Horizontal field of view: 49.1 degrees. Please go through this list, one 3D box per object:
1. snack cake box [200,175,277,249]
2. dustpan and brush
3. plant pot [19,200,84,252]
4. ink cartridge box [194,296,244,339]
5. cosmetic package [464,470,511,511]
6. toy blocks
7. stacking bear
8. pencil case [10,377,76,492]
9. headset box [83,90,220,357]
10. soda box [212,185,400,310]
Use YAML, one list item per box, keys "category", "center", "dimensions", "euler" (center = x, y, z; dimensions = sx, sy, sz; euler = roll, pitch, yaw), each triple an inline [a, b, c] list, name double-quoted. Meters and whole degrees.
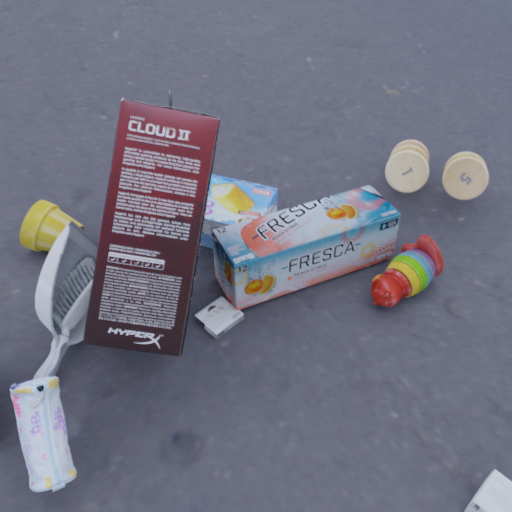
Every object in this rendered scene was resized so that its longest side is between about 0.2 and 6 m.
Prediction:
- category: "snack cake box"
  center: [-0.965, -0.986, 12.262]
  dimensions: [2.564, 0.862, 1.475]
  euler: [14, 46, 13]
- category: "dustpan and brush"
  center: [-3.325, 1.120, 9.857]
  dimensions: [0.840, 2.049, 2.935]
  euler: [25, 75, 23]
- category: "plant pot"
  center: [-4.224, -0.504, 11.768]
  dimensions: [1.000, 1.063, 1.063]
  euler: [22, 48, 0]
- category: "ink cartridge box"
  center: [-0.704, 1.167, 10.665]
  dimensions: [0.720, 0.157, 0.625]
  euler: [-34, 54, -31]
- category: "cosmetic package"
  center: [3.438, 3.580, 8.061]
  dimensions: [0.539, 0.539, 0.653]
  euler: [35, 56, 28]
- category: "toy blocks"
  center: [4.137, -2.074, 12.873]
  dimensions: [2.137, 0.931, 2.564]
  euler: [10, 21, 14]
- category: "stacking bear"
  center: [2.845, 0.414, 10.906]
  dimensions: [1.551, 0.942, 0.882]
  euler: [-34, 88, -26]
- category: "pencil case"
  center: [-3.027, 2.519, 8.018]
  dimensions: [0.714, 1.574, 0.654]
  euler: [-12, -1, 42]
- category: "headset box"
  center: [-1.605, -0.645, 9.129]
  dimensions: [1.454, 3.877, 2.882]
  euler: [9, 3, -9]
- category: "soda box"
  center: [0.990, -0.222, 11.193]
  dimensions: [3.651, 1.249, 1.161]
  euler: [-17, 44, -18]
